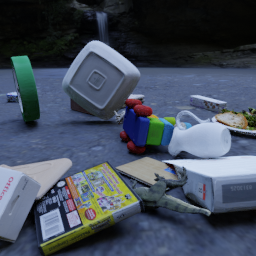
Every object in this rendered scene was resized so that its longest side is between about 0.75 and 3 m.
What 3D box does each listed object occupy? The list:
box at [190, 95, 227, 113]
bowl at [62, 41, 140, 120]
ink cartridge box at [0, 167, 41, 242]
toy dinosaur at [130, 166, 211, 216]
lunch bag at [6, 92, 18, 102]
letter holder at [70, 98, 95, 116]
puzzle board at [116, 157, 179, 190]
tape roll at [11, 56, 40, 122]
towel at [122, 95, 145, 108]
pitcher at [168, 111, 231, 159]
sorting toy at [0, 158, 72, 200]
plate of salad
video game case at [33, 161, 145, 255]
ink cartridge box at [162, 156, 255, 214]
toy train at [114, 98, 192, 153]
[{"bbox_3d":[3.761,-1.165,13.306,0.487,0.455,2.350,-6,16,-20],"label":"box"},{"bbox_3d":[-1.082,-1.745,10.384,2.484,2.488,0.929,36,10,0],"label":"bowl"},{"bbox_3d":[-2.075,1.053,4.173,1.249,0.903,0.526,7,-27,25],"label":"ink cartridge box"},{"bbox_3d":[0.553,1.073,4.781,2.083,0.494,0.918,-1,26,39],"label":"toy dinosaur"},{"bbox_3d":[-6.004,-1.721,15.396,0.978,0.461,1.220,3,16,6],"label":"lunch bag"},{"bbox_3d":[-1.600,-1.442,12.427,1.029,1.454,2.046,-14,21,-42],"label":"letter holder"},{"bbox_3d":[0.560,0.978,6.089,1.047,0.121,1.389,-12,20,-42],"label":"puzzle board"},{"bbox_3d":[-3.787,-1.428,10.328,0.568,2.365,2.365,-12,19,-23],"label":"tape roll"},{"bbox_3d":[-0.497,-1.427,14.272,1.780,0.463,2.686,9,18,32],"label":"towel"},{"bbox_3d":[1.713,0.131,6.766,1.379,1.183,0.836,-2,-10,44],"label":"pitcher"},{"bbox_3d":[-2.062,1.021,5.256,1.654,0.302,1.531,-6,14,14],"label":"sorting toy"},{"bbox_3d":[4.436,-0.325,9.784,2.880,0.692,2.880,0,14,0],"label":"plate of salad"},{"bbox_3d":[-0.746,1.162,4.549,1.510,0.213,1.671,-20,20,-16],"label":"video game case"},{"bbox_3d":[2.060,0.989,5.621,2.190,0.677,2.700,-2,-3,-10],"label":"ink cartridge box"},{"bbox_3d":[0.649,-0.174,8.507,1.705,1.247,2.946,7,13,-14],"label":"toy train"}]
